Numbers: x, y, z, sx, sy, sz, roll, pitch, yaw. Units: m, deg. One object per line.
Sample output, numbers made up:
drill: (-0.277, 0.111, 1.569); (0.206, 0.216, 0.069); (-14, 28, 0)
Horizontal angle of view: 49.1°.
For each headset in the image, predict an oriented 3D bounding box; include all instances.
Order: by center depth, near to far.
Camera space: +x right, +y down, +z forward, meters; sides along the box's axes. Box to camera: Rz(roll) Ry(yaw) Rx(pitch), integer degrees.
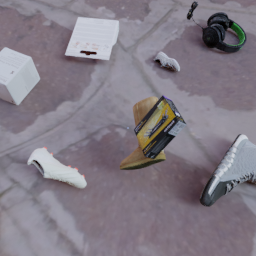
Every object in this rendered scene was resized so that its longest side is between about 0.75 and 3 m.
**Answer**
headset: (3.785, -4.311, 11.857); (2.758, 1.296, 1.703); (25, 60, 2)

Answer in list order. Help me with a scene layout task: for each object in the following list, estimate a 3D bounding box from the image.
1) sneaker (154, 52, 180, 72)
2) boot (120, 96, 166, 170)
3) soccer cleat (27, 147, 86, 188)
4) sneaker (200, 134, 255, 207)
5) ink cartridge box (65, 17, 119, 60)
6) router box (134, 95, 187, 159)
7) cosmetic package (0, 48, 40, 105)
sneaker: (1.574, -2.576, 11.343); (0.512, 0.466, 1.248); (-42, 57, -10)
boot: (0.358, 0.217, 8.342); (1.642, 0.620, 1.875); (-21, 65, 32)
soccer cleat: (-2.091, 1.316, 8.276); (1.848, 0.640, 0.717); (36, 48, -4)
sneaker: (3.453, 1.516, 8.400); (1.623, 1.055, 2.811); (34, 63, 17)
ink cartridge box: (-1.473, -3.713, 11.975); (1.873, 0.583, 2.328); (7, 63, 4)
router box: (0.775, -0.018, 7.173); (0.343, 1.314, 1.033); (20, 32, -34)
cosmetic package: (-4.317, -1.901, 10.387); (1.240, 1.232, 1.482); (22, 62, 13)
